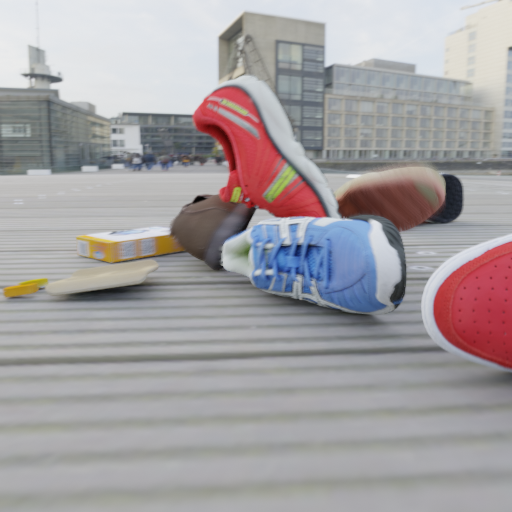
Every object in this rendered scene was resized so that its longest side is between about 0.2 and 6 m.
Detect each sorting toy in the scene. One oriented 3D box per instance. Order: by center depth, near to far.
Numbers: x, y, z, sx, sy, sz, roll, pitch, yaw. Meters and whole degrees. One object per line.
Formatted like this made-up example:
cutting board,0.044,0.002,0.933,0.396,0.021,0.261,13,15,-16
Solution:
sorting toy,-2.309,0.362,7.596,1.848,0.247,1.377,-8,7,-3

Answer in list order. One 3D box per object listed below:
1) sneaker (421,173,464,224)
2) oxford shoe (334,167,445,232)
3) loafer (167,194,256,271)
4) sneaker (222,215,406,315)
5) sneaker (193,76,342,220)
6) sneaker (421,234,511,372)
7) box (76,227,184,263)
sneaker,3.892,-1.508,14.669,3.676,1.318,1.522,-7,13,-33
oxford shoe,2.087,-1.091,9.524,1.157,1.109,3.134,-50,17,-21
loafer,-0.705,-0.728,9.874,1.165,1.198,3.281,26,11,0
sneaker,0.589,0.120,6.646,1.203,1.183,3.124,-7,4,-23
sneaker,0.154,-1.090,8.803,1.420,3.345,1.288,-34,5,-13
sneaker,3.102,0.536,3.807,3.558,1.267,2.001,3,7,3
box,-2.145,-0.246,10.377,1.976,0.410,1.176,-8,12,-44
